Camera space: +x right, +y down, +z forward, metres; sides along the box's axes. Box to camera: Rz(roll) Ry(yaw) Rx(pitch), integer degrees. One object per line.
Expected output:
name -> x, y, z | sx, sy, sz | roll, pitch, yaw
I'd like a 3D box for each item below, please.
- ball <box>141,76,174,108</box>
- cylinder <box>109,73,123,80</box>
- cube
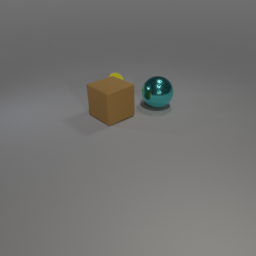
ball -> 1.293, -1.573, 12.289 | 1.400, 1.400, 1.400 | 0, 29, 0
cylinder -> -0.662, -2.216, 13.695 | 0.700, 0.700, 0.700 | 9, 61, -17
cube -> -0.694, -1.155, 11.514 | 1.400, 1.400, 1.400 | -25, 38, -34
